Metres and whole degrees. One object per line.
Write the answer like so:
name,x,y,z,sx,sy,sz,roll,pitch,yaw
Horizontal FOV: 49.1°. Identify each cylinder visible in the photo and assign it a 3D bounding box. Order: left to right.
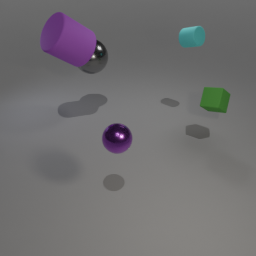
cylinder,-2.065,-3.024,9.705,1.400,1.400,1.400,18,12,-47
cylinder,2.342,-3.330,10.264,0.700,0.700,0.700,-25,24,-35

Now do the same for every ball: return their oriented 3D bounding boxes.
ball,-1.503,-2.907,11.386,1.400,1.400,1.400,0,32,0
ball,-0.246,0.238,6.399,0.700,0.700,0.700,0,32,0

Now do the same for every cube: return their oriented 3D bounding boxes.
cube,3.003,-0.963,9.645,0.700,0.700,0.700,11,-5,42
